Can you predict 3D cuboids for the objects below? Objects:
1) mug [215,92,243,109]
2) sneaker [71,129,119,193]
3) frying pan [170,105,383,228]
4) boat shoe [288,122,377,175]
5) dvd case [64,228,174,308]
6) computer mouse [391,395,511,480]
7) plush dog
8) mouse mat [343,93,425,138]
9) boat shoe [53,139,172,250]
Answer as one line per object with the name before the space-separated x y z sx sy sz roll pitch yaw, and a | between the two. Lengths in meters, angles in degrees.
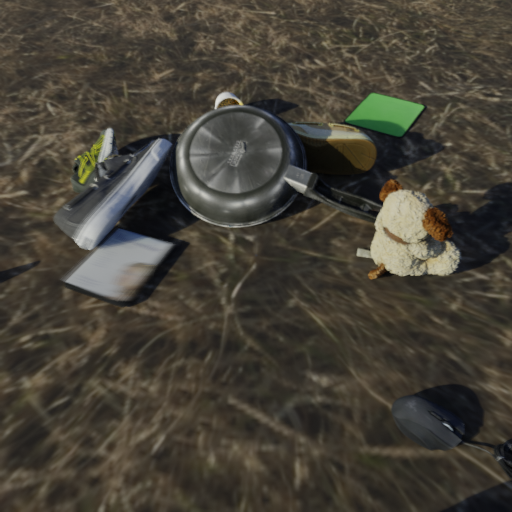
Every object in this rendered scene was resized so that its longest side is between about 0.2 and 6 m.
mug | -0.566 -3.179 12.168 0.636 0.795 0.652 -34 33 11
sneaker | -3.028 -1.812 10.491 0.766 0.674 1.810 -3 43 -3
frying pan | 0.234 -1.159 9.574 4.013 0.653 2.428 42 77 16
boat shoe | 0.939 -2.080 10.690 2.619 0.969 0.869 7 34 2
dvd case | -2.099 0.142 8.737 1.053 0.129 1.476 16 44 18
computer mouse | 2.446 2.122 6.461 1.846 0.314 0.541 22 46 21
plush dog | 2.217 -0.391 8.417 1.276 1.366 1.591 -26 48 -26
mouse mat | 2.857 -3.139 12.406 1.363 0.064 1.694 22 46 22
boat shoe | -2.413 -1.256 9.529 0.897 0.947 2.708 35 56 -5
